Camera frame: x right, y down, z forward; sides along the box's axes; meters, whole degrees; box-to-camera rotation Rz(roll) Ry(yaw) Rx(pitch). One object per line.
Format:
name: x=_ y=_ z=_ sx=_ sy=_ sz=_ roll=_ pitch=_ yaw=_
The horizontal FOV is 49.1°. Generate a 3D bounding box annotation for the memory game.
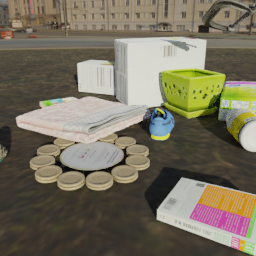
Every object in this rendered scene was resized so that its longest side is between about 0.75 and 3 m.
memory game: x=-0.778 y=0.623 z=6.060 sx=2.571 sy=0.164 sz=2.571 roll=0 pitch=21 yaw=0

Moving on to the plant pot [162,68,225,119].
plant pot: x=2.013 y=-1.124 z=8.923 sx=1.456 sy=1.321 sz=1.449 roll=-11 pitch=24 yaw=-26

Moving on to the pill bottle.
pill bottle: x=2.905 y=-0.024 z=6.881 sx=0.762 sy=0.762 sz=1.356 roll=0 pitch=21 yaw=1

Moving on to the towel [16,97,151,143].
towel: x=-1.179 y=-0.371 z=7.940 sx=2.703 sy=0.456 sz=2.830 roll=11 pitch=21 yaw=34

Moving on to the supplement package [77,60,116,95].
supplement package: x=-0.838 y=-2.101 z=11.578 sx=2.154 sy=1.180 sz=1.225 roll=8 pitch=23 yaw=18

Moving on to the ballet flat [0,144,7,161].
ballet flat: x=-2.991 y=0.552 z=5.429 sx=0.669 sy=0.743 sz=1.973 roll=14 pitch=23 yaw=7

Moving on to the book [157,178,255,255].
book: x=1.317 y=1.261 z=4.233 sx=1.481 sy=0.356 sz=0.989 roll=12 pitch=27 yaw=30

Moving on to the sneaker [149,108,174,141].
sneaker: x=0.960 y=-0.287 z=7.677 sx=0.589 sy=0.700 sz=1.786 roll=3 pitch=20 yaw=13

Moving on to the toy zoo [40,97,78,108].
toy zoo: x=-2.244 y=-0.846 z=9.807 sx=1.467 sy=0.150 sz=0.962 roll=-12 pitch=24 yaw=-27

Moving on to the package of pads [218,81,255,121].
package of pads: x=3.946 y=-0.831 z=8.832 sx=1.926 sy=0.850 sz=2.494 roll=7 pitch=23 yaw=20

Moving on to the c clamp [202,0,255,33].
c clamp: x=2.394 y=-2.482 z=6.313 sx=1.253 sy=0.199 sz=1.467 roll=14 pitch=-4 yaw=-10

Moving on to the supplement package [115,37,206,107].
supplement package: x=1.085 y=-2.055 z=10.047 sx=2.831 sy=2.205 sz=1.570 roll=-8 pitch=23 yaw=-17
